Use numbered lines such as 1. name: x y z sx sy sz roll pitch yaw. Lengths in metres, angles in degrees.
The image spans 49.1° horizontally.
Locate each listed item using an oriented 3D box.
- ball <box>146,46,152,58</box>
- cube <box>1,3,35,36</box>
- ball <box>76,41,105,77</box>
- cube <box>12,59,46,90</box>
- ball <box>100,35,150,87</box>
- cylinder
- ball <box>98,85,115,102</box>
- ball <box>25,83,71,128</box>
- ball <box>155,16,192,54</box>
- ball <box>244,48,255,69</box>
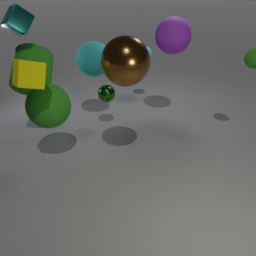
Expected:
1. ball: 0.778 -3.483 13.151 0.700 0.700 0.700 0 28 0
2. cube: -3.600 -3.513 9.148 0.700 0.700 0.700 26 -5 -39
3. ball: -1.385 -2.773 11.264 1.400 1.400 1.400 0 28 0
4. cube: -2.648 -1.434 7.482 0.700 0.700 0.700 0 13 -33
5. ball: -0.072 -1.872 7.885 1.400 1.400 1.400 0 28 0
6. cylinder: -3.448 -2.058 10.073 1.400 1.400 1.400 0 70 0
7. ball: -0.851 -1.366 11.117 0.700 0.700 0.700 0 28 0
8. ball: -2.492 -0.689 8.792 1.400 1.400 1.400 0 28 0
9. ball: 1.747 -3.574 10.847 1.400 1.400 1.400 0 28 0
10. ball: 4.397 -2.412 9.693 0.700 0.700 0.700 0 28 0
